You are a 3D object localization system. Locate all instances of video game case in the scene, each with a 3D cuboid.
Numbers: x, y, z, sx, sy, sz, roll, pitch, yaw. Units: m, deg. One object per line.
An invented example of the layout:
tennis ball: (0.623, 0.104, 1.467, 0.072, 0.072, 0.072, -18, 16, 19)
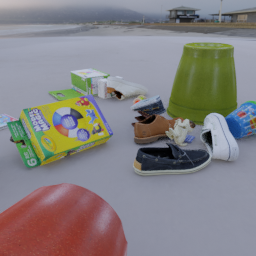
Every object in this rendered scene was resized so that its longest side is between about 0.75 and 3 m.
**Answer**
video game case: (-5.124, -0.127, 10.496, 1.207, 0.147, 1.689, 18, 29, 37)

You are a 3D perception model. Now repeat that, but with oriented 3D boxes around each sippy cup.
sippy cup: (3.944, -0.205, 9.550, 1.129, 1.540, 1.209, -23, 59, -22)

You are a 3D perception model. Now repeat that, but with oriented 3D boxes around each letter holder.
letter holder: (0.621, -0.262, 10.345, 0.744, 0.526, 1.046, -13, 26, -25)

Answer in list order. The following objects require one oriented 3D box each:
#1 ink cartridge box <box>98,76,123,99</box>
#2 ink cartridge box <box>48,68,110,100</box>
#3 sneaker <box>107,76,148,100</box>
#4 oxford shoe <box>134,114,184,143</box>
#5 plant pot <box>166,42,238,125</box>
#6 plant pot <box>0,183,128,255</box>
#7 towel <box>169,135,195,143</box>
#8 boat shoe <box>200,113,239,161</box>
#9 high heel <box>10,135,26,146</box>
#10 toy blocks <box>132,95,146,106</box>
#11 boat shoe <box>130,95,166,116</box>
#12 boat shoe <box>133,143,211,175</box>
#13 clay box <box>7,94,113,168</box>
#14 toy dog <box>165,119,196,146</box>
ink cartridge box: (-0.861, -2.027, 14.031, 1.240, 0.906, 0.523, -19, 29, -36)
ink cartridge box: (-2.560, -2.290, 14.473, 2.744, 1.039, 2.028, -13, 26, -30)
sneaker: (-0.071, -1.799, 13.861, 2.345, 0.993, 0.854, 10, -2, -33)
oxford shoe: (1.161, -0.123, 9.571, 2.251, 0.802, 0.803, -16, 17, -36)
plant pot: (3.113, -1.950, 11.373, 2.940, 2.831, 2.940, 0, 22, 0)
plant pot: (-1.111, 1.932, 3.155, 2.420, 2.420, 2.354, 5, 15, 12)
towel: (1.836, 0.329, 9.529, 0.783, 0.093, 0.567, 12, 24, 23)
boat shoe: (2.683, 0.166, 8.835, 0.805, 0.887, 2.411, 0, 24, -2)
high heel: (-2.133, 0.015, 9.034, 2.054, 1.029, 2.881, 8, 19, 21)
toy blocks: (0.681, -0.990, 12.115, 1.100, 0.479, 1.320, 9, 25, 19)
boat shoe: (0.699, -0.677, 10.080, 0.510, 0.655, 1.442, -38, 16, -37)
boat shoe: (1.248, 0.787, 7.635, 2.248, 0.700, 0.838, -3, 22, -12)
clay box: (-1.963, 0.019, 8.393, 2.753, 0.655, 1.582, -19, 73, -39)
toy dog: (1.785, 0.064, 9.039, 0.855, 0.596, 0.829, -38, 76, -15)
